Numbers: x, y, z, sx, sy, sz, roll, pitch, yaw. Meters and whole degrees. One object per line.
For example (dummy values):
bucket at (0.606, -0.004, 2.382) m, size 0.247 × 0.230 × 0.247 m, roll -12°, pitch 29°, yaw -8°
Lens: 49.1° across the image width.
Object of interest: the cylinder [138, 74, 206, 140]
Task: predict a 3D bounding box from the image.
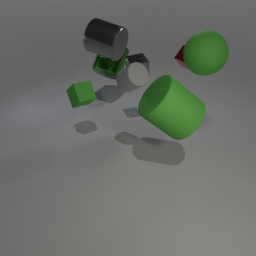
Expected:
cylinder at (1.249, -0.581, 8.088) m, size 1.400 × 1.400 × 1.400 m, roll 34°, pitch 20°, yaw -24°

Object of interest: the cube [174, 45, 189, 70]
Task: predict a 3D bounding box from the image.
cube at (2.539, -2.966, 11.849) m, size 0.700 × 0.700 × 0.700 m, roll 32°, pitch 6°, yaw -47°

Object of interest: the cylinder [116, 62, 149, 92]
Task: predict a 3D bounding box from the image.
cylinder at (0.123, -1.451, 8.087) m, size 0.700 × 0.700 × 0.700 m, roll -21°, pitch 2°, yaw -32°

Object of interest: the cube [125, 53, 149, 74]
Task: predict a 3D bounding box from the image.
cube at (0.352, -2.291, 10.507) m, size 0.700 × 0.700 × 0.700 m, roll -14°, pitch 44°, yaw -12°

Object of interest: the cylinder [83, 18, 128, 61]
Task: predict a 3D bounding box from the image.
cylinder at (-0.907, -3.681, 11.680) m, size 1.400 × 1.400 × 1.400 m, roll 24°, pitch 36°, yaw 15°

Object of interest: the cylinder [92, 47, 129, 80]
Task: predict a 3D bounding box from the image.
cylinder at (-0.806, -3.171, 13.104) m, size 1.400 × 1.400 × 1.400 m, roll 19°, pitch -3°, yaw 1°

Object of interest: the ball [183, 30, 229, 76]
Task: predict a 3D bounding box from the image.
ball at (2.477, -2.385, 8.956) m, size 1.400 × 1.400 × 1.400 m, roll 0°, pitch 30°, yaw 0°

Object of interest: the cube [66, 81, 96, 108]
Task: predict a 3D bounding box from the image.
cube at (-1.661, -1.196, 9.961) m, size 0.700 × 0.700 × 0.700 m, roll -17°, pitch -4°, yaw -35°
